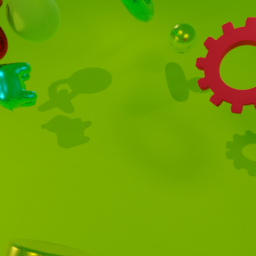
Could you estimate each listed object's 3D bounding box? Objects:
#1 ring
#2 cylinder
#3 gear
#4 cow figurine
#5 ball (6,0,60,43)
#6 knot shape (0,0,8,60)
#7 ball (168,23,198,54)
[{"bbox_3d":[0.011,-3.336,6.376,0.392,1.962,1.962,-25,46,24],"label":"ring"},{"bbox_3d":[-0.837,1.544,2.620,0.815,0.815,0.815,10,71,8],"label":"cylinder"},{"bbox_3d":[1.947,-1.024,4.699,1.544,0.285,1.544,-1,89,23],"label":"gear"},{"bbox_3d":[-2.815,-1.029,6.050,1.433,0.800,1.457,-11,81,-25],"label":"cow figurine"},{"bbox_3d":[-2.415,-2.884,7.184,1.323,1.323,1.323,0,51,0],"label":"ball"},{"bbox_3d":[-3.362,-2.251,6.562,0.757,1.532,1.637,5,31,-2],"label":"knot shape"},{"bbox_3d":[1.465,-2.404,7.521,0.791,0.791,0.791,0,51,0],"label":"ball"}]
